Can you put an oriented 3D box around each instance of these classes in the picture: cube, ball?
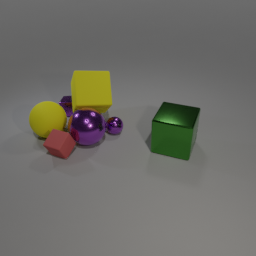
[{"bbox_3d":[-2.371,0.558,9.756,0.700,0.700,0.700,14,61,22],"label":"cube"},{"bbox_3d":[-3.055,-0.323,10.727,1.400,1.400,1.400,0,32,0],"label":"ball"},{"bbox_3d":[-1.506,-0.056,10.305,1.400,1.400,1.400,0,32,0],"label":"ball"},{"bbox_3d":[-1.509,-1.413,11.328,1.400,1.400,1.400,-3,-9,-17],"label":"cube"},{"bbox_3d":[-0.530,-0.106,11.042,0.700,0.700,0.700,0,32,0],"label":"ball"},{"bbox_3d":[-2.557,-0.976,12.401,0.700,0.700,0.700,-2,31,8],"label":"cube"},{"bbox_3d":[1.698,0.075,10.014,1.400,1.400,1.400,12,37,19],"label":"cube"}]
